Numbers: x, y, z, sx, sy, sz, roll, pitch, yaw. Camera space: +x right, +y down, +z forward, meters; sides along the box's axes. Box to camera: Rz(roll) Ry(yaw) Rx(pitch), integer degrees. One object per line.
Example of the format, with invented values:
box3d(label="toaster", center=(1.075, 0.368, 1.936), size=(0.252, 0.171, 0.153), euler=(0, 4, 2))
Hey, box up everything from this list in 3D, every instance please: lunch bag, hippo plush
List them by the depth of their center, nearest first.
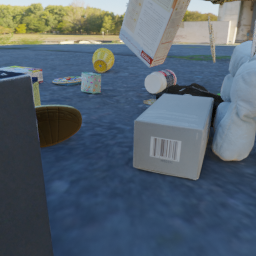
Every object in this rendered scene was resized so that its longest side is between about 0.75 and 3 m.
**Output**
box3d(label="hippo plush", center=(3.039, -0.574, 5.137), size=(2.331, 2.900, 2.310), euler=(14, 51, 9))
box3d(label="lunch bag", center=(-1.513, -1.795, 11.051), size=(0.913, 0.778, 0.557), euler=(17, 21, 41))

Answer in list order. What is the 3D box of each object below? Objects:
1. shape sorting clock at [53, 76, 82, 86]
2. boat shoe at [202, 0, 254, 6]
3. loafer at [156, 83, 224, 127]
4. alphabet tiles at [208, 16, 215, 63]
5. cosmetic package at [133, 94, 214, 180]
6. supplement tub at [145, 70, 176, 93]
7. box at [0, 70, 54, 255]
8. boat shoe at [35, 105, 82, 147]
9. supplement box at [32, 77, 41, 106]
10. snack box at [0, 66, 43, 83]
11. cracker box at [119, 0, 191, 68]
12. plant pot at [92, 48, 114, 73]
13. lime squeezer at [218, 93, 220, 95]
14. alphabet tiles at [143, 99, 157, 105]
box3d(label="shape sorting clock", center=(-2.714, -2.233, 12.961), size=(1.524, 0.299, 1.524), euler=(0, 20, 0))
box3d(label="boat shoe", center=(2.394, -3.690, 7.257), size=(2.982, 1.104, 0.990), euler=(20, 66, 27))
box3d(label="loafer", center=(1.852, -0.818, 7.593), size=(0.955, 0.977, 2.677), euler=(-47, 37, -14))
box3d(label="alphabet tiles", center=(2.428, -2.542, 8.053), size=(0.088, 1.178, 1.204), euler=(-6, 35, 21))
box3d(label="cosmetic package", center=(1.031, 0.011, 5.782), size=(1.249, 1.054, 2.338), euler=(8, 19, 20))
box3d(label="supplement tub", center=(1.290, -1.825, 11.027), size=(0.839, 0.839, 1.196), euler=(15, 24, 35))
box3d(label="box", center=(-2.327, 0.501, 2.681), size=(2.884, 2.140, 1.544), euler=(13, 24, 30))
box3d(label="boat shoe", center=(-2.331, -0.074, 6.001), size=(2.646, 0.979, 0.879), euler=(-11, 28, -28))
box3d(label="supplement box", center=(-2.831, -0.626, 7.187), size=(0.805, 1.197, 1.199), euler=(1, 20, 2))
box3d(label="snack box", center=(-5.164, -2.253, 12.417), size=(1.765, 0.708, 2.093), euler=(11, 24, 26))
box3d(label="cracker box", center=(0.842, -3.819, 9.607), size=(0.826, 2.865, 1.919), euler=(-25, 63, -34))
box3d(label="plant pot", center=(-1.481, -3.762, 16.007), size=(1.271, 1.271, 1.196), euler=(2, 36, 6))
box3d(label="lime squeezer", center=(3.446, -1.120, 10.164), size=(1.034, 0.195, 0.365), euler=(12, -8, 33))
box3d(label="alphabet tiles", center=(0.996, -0.875, 9.607), size=(0.749, 0.029, 0.900), euler=(-18, 26, -39))
